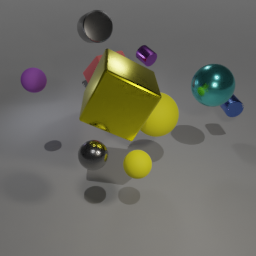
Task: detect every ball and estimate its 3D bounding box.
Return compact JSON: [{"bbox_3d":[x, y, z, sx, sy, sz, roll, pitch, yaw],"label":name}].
[{"bbox_3d":[-0.801,0.623,6.455,0.700,0.700,0.700,0,31,0],"label":"ball"},{"bbox_3d":[0.882,-0.424,8.773,1.400,1.400,1.400,0,31,0],"label":"ball"},{"bbox_3d":[0.231,0.885,6.816,0.700,0.700,0.700,0,31,0],"label":"ball"},{"bbox_3d":[-2.645,-1.342,7.869,0.700,0.700,0.700,0,31,0],"label":"ball"},{"bbox_3d":[2.778,-1.396,9.187,1.400,1.400,1.400,0,31,0],"label":"ball"}]

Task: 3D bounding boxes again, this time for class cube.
[{"bbox_3d":[-0.213,-0.802,6.760,1.400,1.400,1.400,23,30,-18],"label":"cube"},{"bbox_3d":[-0.777,-2.185,11.758,1.400,1.400,1.400,-25,-5,-38],"label":"cube"}]

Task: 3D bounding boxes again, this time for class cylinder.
[{"bbox_3d":[3.938,-0.879,10.714,0.700,0.700,0.700,-3,34,-5],"label":"cylinder"},{"bbox_3d":[0.824,-3.224,12.508,0.700,0.700,0.700,-24,57,-34],"label":"cylinder"},{"bbox_3d":[-1.576,-4.728,13.172,1.400,1.400,1.400,-11,19,-18],"label":"cylinder"}]
